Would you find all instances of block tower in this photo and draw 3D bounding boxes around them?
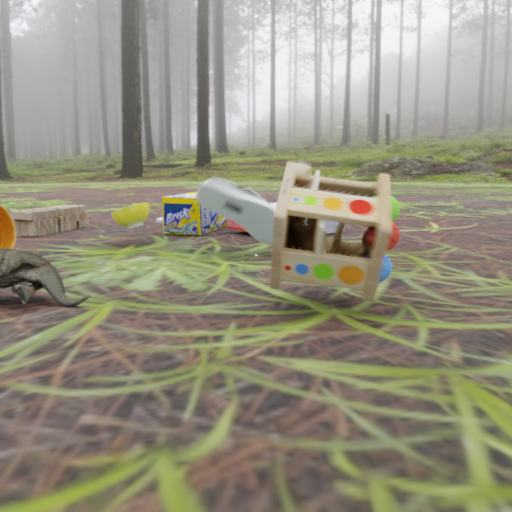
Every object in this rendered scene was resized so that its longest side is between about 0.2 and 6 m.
[{"bbox_3d":[-5.466,-0.955,14.915,0.644,0.690,2.385,3,8,16],"label":"block tower"}]

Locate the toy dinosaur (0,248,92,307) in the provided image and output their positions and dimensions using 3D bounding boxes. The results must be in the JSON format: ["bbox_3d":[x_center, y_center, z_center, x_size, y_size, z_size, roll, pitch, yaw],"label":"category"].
[{"bbox_3d":[-3.293,0.203,7.482,2.307,0.888,1.180,-2,16,5],"label":"toy dinosaur"}]

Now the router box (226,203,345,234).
[{"bbox_3d":[0.792,-0.963,14.679,2.379,0.581,2.135,-9,16,-44],"label":"router box"}]

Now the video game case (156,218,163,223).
[{"bbox_3d":[-2.370,-1.137,17.471,1.220,0.140,1.110,1,10,7],"label":"video game case"}]

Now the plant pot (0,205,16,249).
[{"bbox_3d":[-5.385,-0.389,10.572,1.078,1.177,1.177,-13,3,26],"label":"plant pot"}]

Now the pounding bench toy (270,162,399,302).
[{"bbox_3d":[1.073,-0.536,7.376,1.491,1.187,1.911,7,42,6],"label":"pounding bench toy"}]

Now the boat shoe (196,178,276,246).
[{"bbox_3d":[-0.105,-0.989,11.486,2.274,0.804,0.724,31,34,13],"label":"boat shoe"}]

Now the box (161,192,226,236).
[{"bbox_3d":[-1.503,-1.245,15.562,1.088,0.998,3.106,3,9,15],"label":"box"}]

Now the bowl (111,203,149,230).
[{"bbox_3d":[-2.773,-0.853,12.594,0.860,0.463,0.860,-18,2,1],"label":"bowl"}]
